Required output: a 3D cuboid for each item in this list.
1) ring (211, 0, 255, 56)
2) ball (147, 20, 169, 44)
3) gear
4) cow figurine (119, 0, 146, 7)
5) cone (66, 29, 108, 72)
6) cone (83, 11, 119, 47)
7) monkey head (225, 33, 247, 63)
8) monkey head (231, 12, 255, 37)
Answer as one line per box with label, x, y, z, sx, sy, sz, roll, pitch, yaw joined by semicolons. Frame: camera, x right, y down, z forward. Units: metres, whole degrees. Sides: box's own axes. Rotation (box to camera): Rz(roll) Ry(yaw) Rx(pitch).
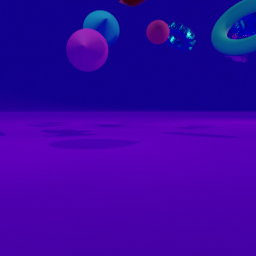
ring;2.408;-2.042;5.526;1.550;1.550;0.310;3;-30;44
ball;0.947;-3.027;8.859;0.719;0.719;0.719;0;4;0
gear;1.969;-3.562;11.047;1.379;0.255;1.379;29;-12;7
cow figurine;0.383;-3.240;6.097;1.691;0.928;1.664;-28;24;32
cone;-1.311;-2.463;8.639;1.377;1.377;1.382;0;10;-3
cone;-0.901;-3.873;10.441;1.445;1.445;1.451;-1;4;-13
monkey head;3.384;-2.476;8.599;0.673;0.804;1.117;10;45;6
monkey head;3.339;-3.029;7.666;0.861;1.429;1.028;-10;-14;-13
